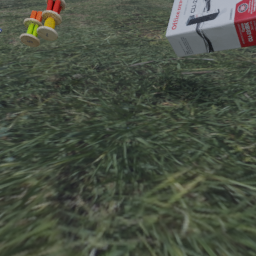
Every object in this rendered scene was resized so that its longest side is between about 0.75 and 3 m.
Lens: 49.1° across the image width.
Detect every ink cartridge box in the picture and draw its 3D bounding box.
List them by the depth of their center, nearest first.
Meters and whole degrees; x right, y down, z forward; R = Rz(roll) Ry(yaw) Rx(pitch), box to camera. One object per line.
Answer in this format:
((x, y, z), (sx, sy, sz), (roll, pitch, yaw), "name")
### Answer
((2.394, -3.038, 7.610), (2.388, 1.000, 1.723), (-1, 63, 35), "ink cartridge box")

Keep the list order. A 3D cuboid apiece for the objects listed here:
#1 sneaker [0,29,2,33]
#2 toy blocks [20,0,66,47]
((-3.337, -2.600, 6.644), (0.323, 0.799, 0.461), (-23, 44, 37), "sneaker")
((-2.528, -3.401, 8.470), (1.387, 0.604, 1.665), (-5, 67, 33), "toy blocks")
